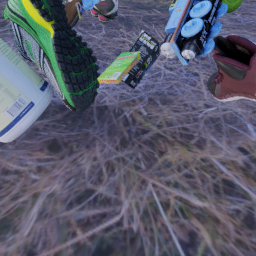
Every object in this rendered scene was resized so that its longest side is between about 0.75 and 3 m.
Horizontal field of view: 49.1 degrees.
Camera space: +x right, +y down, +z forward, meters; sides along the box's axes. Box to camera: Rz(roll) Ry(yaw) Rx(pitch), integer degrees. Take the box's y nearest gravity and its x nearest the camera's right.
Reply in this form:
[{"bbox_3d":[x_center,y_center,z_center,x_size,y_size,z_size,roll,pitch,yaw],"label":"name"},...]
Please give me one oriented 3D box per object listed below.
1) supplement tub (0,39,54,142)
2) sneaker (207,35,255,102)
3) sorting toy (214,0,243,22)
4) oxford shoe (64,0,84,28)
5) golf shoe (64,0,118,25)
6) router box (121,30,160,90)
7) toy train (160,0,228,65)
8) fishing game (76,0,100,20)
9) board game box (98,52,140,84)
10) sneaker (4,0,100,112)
[{"bbox_3d":[-2.928,-0.991,5.859,1.682,2.320,1.682,-36,26,20],"label":"supplement tub"},{"bbox_3d":[2.138,-1.312,5.824,1.565,1.025,2.710,36,-1,-17],"label":"sneaker"},{"bbox_3d":[2.704,-3.429,7.231,2.712,0.940,0.934,-41,20,-5],"label":"sorting toy"},{"bbox_3d":[-2.168,-3.625,9.012,2.250,0.950,0.818,-36,40,25],"label":"oxford shoe"},{"bbox_3d":[-1.545,-5.137,10.574,2.802,1.234,1.082,30,57,6],"label":"golf shoe"},{"bbox_3d":[0.265,-1.706,7.375,0.523,1.262,1.684,36,8,3],"label":"router box"},{"bbox_3d":[0.986,-1.623,4.339,0.813,0.617,1.423,3,62,44],"label":"toy train"},{"bbox_3d":[-0.705,-3.031,6.220,0.205,1.319,0.944,20,37,-41],"label":"fishing game"},{"bbox_3d":[-0.110,-0.920,4.210,0.360,0.113,0.754,8,49,34],"label":"board game box"},{"bbox_3d":[-1.647,-1.677,6.119,1.169,1.276,2.996,-22,84,-53],"label":"sneaker"}]
